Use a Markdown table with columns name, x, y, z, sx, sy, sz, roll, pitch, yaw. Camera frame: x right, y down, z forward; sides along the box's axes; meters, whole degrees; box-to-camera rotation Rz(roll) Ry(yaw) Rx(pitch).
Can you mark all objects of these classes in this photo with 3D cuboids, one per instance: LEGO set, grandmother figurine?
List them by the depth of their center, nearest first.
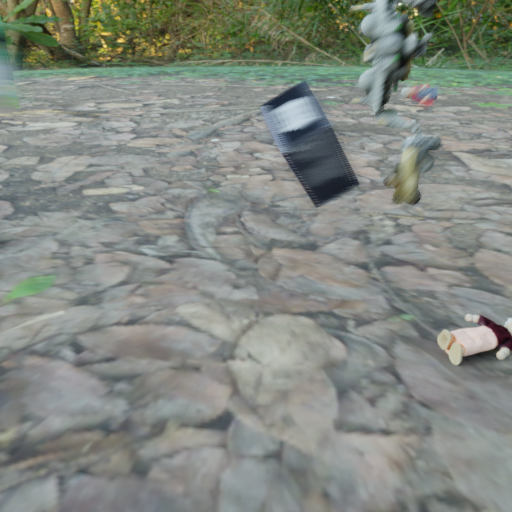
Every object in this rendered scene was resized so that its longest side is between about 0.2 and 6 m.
| name | x | y | z | sx | sy | sz | roll | pitch | yaw |
| --- | --- | --- | --- | --- | --- | --- | --- | --- | --- |
| grandmother figurine | 2.820 | 0.988 | 6.834 | 1.210 | 0.366 | 0.734 | -5 | 50 | -20 |
| LEGO set | 1.773 | -2.456 | 7.644 | 1.019 | 2.335 | 3.596 | 3 | 43 | 6 |

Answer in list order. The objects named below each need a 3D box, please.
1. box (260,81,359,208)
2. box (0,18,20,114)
| name | x | y | z | sx | sy | sz | roll | pitch | yaw |
| --- | --- | --- | --- | --- | --- | --- | --- | --- | --- |
| box | 0.632 | -1.257 | 6.462 | 0.600 | 1.150 | 0.851 | -28 | 52 | 11 |
| box | -2.728 | -2.182 | 5.675 | 0.235 | 1.292 | 0.933 | -9 | 5 | -10 |
